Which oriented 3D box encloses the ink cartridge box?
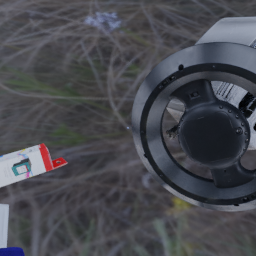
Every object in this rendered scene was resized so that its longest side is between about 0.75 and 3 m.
[{"bbox_3d":[-1.278,0.435,3.575,0.898,0.521,0.302,-18,100,-20],"label":"ink cartridge box"}]

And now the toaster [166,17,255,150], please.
[{"bbox_3d":[1.901,-0.780,5.099,1.584,1.800,2.788,44,84,-26],"label":"toaster"}]

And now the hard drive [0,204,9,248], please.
[{"bbox_3d":[-2.615,1.483,4.228,1.482,0.188,0.978,16,25,-28],"label":"hard drive"}]

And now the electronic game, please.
[{"bbox_3d":[1.174,0.077,3.884,2.446,2.446,0.509,31,30,13],"label":"electronic game"}]

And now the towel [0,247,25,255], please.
[{"bbox_3d":[-1.201,1.480,2.479,0.953,0.704,0.236,42,109,50],"label":"towel"}]
